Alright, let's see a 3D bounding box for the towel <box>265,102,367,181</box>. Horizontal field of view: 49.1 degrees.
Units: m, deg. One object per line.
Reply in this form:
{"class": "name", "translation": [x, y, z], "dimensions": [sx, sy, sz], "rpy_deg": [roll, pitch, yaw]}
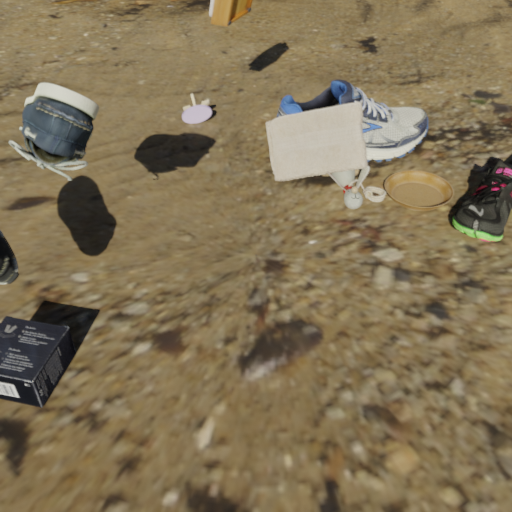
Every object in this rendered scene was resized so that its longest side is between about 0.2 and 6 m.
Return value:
{"class": "towel", "translation": [1.140, -2.146, 10.697], "dimensions": [1.901, 1.260, 0.328], "rpy_deg": [-5, 8, 21]}

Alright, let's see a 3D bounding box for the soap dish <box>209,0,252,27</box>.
{"class": "soap dish", "translation": [-0.408, -5.027, 10.661], "dimensions": [0.474, 1.168, 0.919], "rpy_deg": [40, 60, 10]}

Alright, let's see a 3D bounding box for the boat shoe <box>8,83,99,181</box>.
{"class": "boat shoe", "translation": [-2.547, -1.488, 7.126], "dimensions": [0.975, 0.805, 2.603], "rpy_deg": [22, -5, -28]}

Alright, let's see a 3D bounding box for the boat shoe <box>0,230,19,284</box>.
{"class": "boat shoe", "translation": [-3.630, -0.330, 7.034], "dimensions": [0.672, 0.633, 1.873], "rpy_deg": [-48, 65, 4]}

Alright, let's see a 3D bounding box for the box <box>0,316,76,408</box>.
{"class": "box", "translation": [-3.032, 1.363, 7.307], "dimensions": [0.943, 0.563, 0.959], "rpy_deg": [9, 41, 10]}

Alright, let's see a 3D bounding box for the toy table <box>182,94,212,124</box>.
{"class": "toy table", "translation": [-1.387, -3.385, 12.966], "dimensions": [0.697, 0.641, 0.408], "rpy_deg": [-8, 53, -2]}

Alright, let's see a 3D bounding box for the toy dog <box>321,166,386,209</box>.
{"class": "toy dog", "translation": [1.755, -1.619, 10.712], "dimensions": [1.025, 0.748, 1.553], "rpy_deg": [-19, 43, -21]}

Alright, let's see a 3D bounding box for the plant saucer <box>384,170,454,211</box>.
{"class": "plant saucer", "translation": [3.065, -1.199, 10.620], "dimensions": [1.275, 0.226, 1.275], "rpy_deg": [0, 40, 0]}

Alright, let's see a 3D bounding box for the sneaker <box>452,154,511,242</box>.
{"class": "sneaker", "translation": [4.183, -1.094, 9.869], "dimensions": [0.939, 1.025, 2.447], "rpy_deg": [22, 45, 24]}

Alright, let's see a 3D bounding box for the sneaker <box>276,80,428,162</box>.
{"class": "sneaker", "translation": [2.030, -2.829, 11.574], "dimensions": [3.524, 1.501, 1.358], "rpy_deg": [-10, 41, -13]}
